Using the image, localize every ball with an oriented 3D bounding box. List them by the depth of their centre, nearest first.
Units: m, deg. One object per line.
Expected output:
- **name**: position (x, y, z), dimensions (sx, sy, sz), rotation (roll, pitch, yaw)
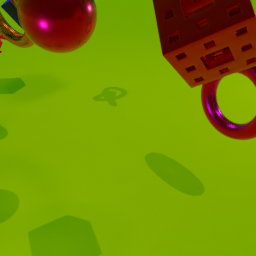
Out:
- **ball**: position (-0.874, -1.440, 3.525), dimensions (0.969, 0.969, 0.969), rotation (0, 37, 0)

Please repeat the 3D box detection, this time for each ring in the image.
- **ring**: position (2.105, -0.568, 5.456), dimensions (0.333, 1.663, 1.663), rotation (-17, 39, -32)
- **ring**: position (-2.572, -2.495, 6.094), dimensions (1.586, 1.586, 0.317), rotation (21, 52, 26)

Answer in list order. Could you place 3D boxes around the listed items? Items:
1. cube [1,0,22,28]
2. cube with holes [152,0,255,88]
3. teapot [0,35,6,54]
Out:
- **cube**: position (-3.096, -3.695, 8.523), dimensions (0.900, 0.900, 0.900), rotation (13, 63, 49)
- **cube with holes**: position (0.815, -1.035, 2.829), dimensions (0.806, 0.806, 0.806), rotation (-18, 66, 27)
- **teapot**: position (-3.560, -2.159, 7.337), dimensions (0.557, 0.707, 1.137), rotation (34, 50, -19)
